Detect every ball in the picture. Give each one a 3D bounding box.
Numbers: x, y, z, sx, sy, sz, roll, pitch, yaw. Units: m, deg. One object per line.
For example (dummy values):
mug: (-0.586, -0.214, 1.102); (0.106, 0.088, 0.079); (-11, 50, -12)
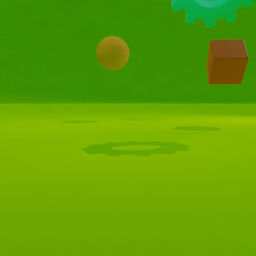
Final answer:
ball: (-0.635, -3.108, 11.681); (1.365, 1.365, 1.365); (0, 5, 0)

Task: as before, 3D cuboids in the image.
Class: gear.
gear: (1.638, -2.835, 5.385); (1.747, 1.747, 0.323); (1, 47, 14)

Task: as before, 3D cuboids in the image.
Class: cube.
cube: (3.100, -2.084, 8.871); (1.017, 1.017, 1.017); (1, 50, 7)
